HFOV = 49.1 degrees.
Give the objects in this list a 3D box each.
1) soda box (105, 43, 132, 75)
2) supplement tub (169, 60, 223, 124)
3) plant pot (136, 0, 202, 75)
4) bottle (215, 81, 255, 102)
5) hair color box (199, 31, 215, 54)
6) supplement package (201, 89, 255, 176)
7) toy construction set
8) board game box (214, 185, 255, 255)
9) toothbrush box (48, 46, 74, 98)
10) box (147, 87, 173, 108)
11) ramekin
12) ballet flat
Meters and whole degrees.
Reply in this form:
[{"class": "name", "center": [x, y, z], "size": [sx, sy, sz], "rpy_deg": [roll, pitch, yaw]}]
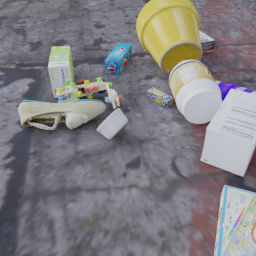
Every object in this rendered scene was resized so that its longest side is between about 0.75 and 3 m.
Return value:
[{"class": "soda box", "center": [-0.339, -2.571, 10.343], "size": [0.541, 0.512, 1.595], "rpy_deg": [11, 41, 13]}, {"class": "supplement tub", "center": [1.891, -1.035, 7.922], "size": [1.230, 1.230, 1.704], "rpy_deg": [-3, 40, -3]}, {"class": "plant pot", "center": [1.576, -3.111, 9.875], "size": [2.267, 2.267, 2.132], "rpy_deg": [-6, 56, -7]}, {"class": "bottle", "center": [3.325, -0.732, 7.991], "size": [0.876, 0.684, 2.096], "rpy_deg": [-29, 48, -30]}, {"class": "hair color box", "center": [2.724, -3.670, 11.649], "size": [0.882, 0.532, 1.738], "rpy_deg": [-13, 41, -16]}, {"class": "supplement package", "center": [2.619, 0.045, 6.753], "size": [1.033, 1.073, 1.886], "rpy_deg": [20, 45, 25]}, {"class": "toy construction set", "center": [-1.113, -1.054, 8.244], "size": [1.877, 0.865, 1.231], "rpy_deg": [3, 15, -8]}, {"class": "board game box", "center": [2.271, 2.031, 4.932], "size": [1.358, 0.346, 2.020], "rpy_deg": [13, 41, 16]}, {"class": "toothbrush box", "center": [-2.107, -1.828, 8.999], "size": [0.644, 1.090, 1.497], "rpy_deg": [-6, 40, -7]}, {"class": "box", "center": [0.975, -0.940, 8.576], "size": [0.288, 0.264, 0.822], "rpy_deg": [-31, 50, -32]}, {"class": "ramekin", "center": [-0.367, -0.085, 7.128], "size": [0.422, 0.805, 0.805], "rpy_deg": [44, 50, 1]}, {"class": "ballet flat", "center": [-1.777, -0.308, 7.563], "size": [2.352, 0.817, 0.817], "rpy_deg": [-1, 40, 1]}]
